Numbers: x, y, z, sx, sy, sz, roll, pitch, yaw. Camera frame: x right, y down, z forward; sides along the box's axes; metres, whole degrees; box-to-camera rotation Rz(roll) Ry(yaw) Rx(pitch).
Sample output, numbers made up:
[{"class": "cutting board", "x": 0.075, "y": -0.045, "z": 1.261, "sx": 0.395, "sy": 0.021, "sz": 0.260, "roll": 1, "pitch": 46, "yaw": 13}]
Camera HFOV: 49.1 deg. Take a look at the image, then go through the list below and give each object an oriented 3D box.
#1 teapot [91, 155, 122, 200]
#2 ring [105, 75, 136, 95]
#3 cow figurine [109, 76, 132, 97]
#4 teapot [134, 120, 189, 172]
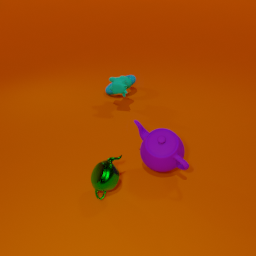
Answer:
[{"class": "teapot", "x": -0.445, "y": 1.026, "z": 6.073, "sx": 0.535, "sy": 1.092, "sz": 0.679, "roll": 29, "pitch": -14, "yaw": -31}, {"class": "ring", "x": -0.299, "y": -1.751, "z": 11.317, "sx": 1.340, "sy": 0.268, "sz": 1.340, "roll": -23, "pitch": 22, "yaw": 10}, {"class": "cow figurine", "x": -0.193, "y": -1.470, "z": 9.626, "sx": 1.083, "sy": 0.594, "sz": 1.066, "roll": -20, "pitch": 29, "yaw": -40}, {"class": "teapot", "x": 0.755, "y": 0.424, "z": 6.569, "sx": 1.052, "sy": 0.828, "sz": 1.692, "roll": -41, "pitch": 61, "yaw": -17}]
